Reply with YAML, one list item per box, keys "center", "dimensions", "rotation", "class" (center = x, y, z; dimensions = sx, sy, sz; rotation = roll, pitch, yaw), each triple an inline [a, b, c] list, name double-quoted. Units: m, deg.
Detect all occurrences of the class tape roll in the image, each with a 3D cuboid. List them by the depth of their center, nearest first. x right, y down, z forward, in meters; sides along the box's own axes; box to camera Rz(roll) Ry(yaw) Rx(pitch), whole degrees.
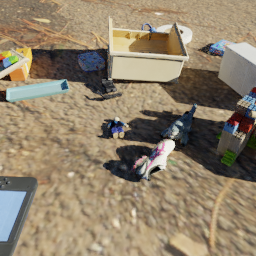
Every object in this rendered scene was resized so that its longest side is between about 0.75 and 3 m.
- center: [2.400, -4.904, 14.711]
  dimensions: [1.933, 0.353, 1.933]
  rotation: [0, 41, 0]
  class: "tape roll"

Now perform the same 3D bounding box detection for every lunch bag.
- center: [-1.570, -2.891, 12.276]
  dimensions: [1.044, 0.492, 1.303]
  rotation: [-15, 42, -20]
  class: "lunch bag"

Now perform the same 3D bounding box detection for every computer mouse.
- center: [-0.848, -1.454, 10.741]
  dimensions: [0.890, 0.292, 1.267]
  rotation: [-18, 50, -27]
  class: "computer mouse"

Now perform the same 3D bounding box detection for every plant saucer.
- center: [-3.446, -1.425, 10.775]
  dimensions: [2.300, 0.218, 0.804]
  rotation: [-11, 42, -14]
  class: "plant saucer"

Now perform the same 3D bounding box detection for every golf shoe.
- center: [0.848, 0.909, 7.825]
  dimensions: [1.520, 0.552, 0.700]
  rotation: [-38, 57, -25]
  class: "golf shoe"

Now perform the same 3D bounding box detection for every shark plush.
- center: [1.849, -0.178, 8.859]
  dimensions: [1.896, 0.790, 0.861]
  rotation: [-33, 50, -32]
  class: "shark plush"

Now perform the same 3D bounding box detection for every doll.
- center: [-0.331, -0.037, 9.124]
  dimensions: [0.671, 0.238, 0.983]
  rotation: [-7, 35, -6]
  class: "doll"

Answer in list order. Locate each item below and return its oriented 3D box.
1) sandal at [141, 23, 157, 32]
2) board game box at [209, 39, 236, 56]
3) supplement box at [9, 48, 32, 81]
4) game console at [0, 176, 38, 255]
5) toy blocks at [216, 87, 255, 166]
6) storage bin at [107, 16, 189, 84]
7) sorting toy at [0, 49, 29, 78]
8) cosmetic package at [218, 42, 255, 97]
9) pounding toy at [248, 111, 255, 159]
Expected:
- center: [1.212, -4.626, 14.027]
  dimensions: [0.778, 0.853, 1.959]
  rotation: [-27, 49, -31]
  class: "sandal"
- center: [4.670, -3.883, 13.581]
  dimensions: [0.920, 0.272, 1.210]
  rotation: [32, 50, 32]
  class: "board game box"
- center: [-4.578, -2.761, 12.001]
  dimensions: [0.637, 0.659, 1.916]
  rotation: [-5, 43, -4]
  class: "supplement box"
- center: [-3.407, 1.658, 6.275]
  dimensions: [1.995, 1.383, 2.337]
  rotation: [1, 41, 3]
  class: "game console"
- center: [3.429, -0.188, 8.239]
  dimensions: [1.162, 1.590, 2.326]
  rotation: [30, 48, 29]
  class: "toy blocks"
- center: [0.643, -3.301, 11.565]
  dimensions: [2.929, 1.372, 2.907]
  rotation: [2, 49, -7]
  class: "storage bin"
- center: [-5.207, -2.464, 11.150]
  dimensions: [2.088, 0.411, 2.256]
  rotation: [-39, 39, -19]
  class: "sorting toy"
- center: [4.714, -1.915, 10.400]
  dimensions: [1.011, 1.438, 2.836]
  rotation: [-15, 44, -17]
  class: "cosmetic package"
- center: [4.650, 0.260, 7.706]
  dimensions: [2.108, 1.628, 2.290]
  rotation: [-32, 50, -32]
  class: "pounding toy"
